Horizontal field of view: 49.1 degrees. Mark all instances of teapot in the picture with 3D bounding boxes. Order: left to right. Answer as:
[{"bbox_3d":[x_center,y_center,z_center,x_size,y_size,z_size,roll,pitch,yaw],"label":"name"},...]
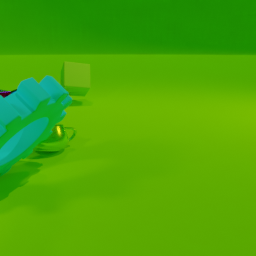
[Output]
[{"bbox_3d":[-1.678,0.113,5.670,1.366,0.669,0.849,1,4,-35],"label":"teapot"}]

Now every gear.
[{"bbox_3d":[-1.663,0.081,4.085,0.358,1.938,1.938,45,24,2],"label":"gear"}]

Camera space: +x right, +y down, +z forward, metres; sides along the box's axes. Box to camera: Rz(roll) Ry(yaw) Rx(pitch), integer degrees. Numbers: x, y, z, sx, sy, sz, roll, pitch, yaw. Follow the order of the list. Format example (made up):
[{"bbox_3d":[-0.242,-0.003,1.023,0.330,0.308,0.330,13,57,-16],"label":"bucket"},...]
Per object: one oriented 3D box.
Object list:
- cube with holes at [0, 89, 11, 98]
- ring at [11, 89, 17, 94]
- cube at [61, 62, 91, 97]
[{"bbox_3d":[-4.041,-0.683,8.362,0.810,0.810,0.810,13,21,39],"label":"cube with holes"},{"bbox_3d":[-3.651,-1.068,9.955,1.737,0.347,1.737,-5,28,3],"label":"ring"},{"bbox_3d":[-1.988,-1.812,10.519,0.963,0.963,0.963,2,-13,-20],"label":"cube"}]
